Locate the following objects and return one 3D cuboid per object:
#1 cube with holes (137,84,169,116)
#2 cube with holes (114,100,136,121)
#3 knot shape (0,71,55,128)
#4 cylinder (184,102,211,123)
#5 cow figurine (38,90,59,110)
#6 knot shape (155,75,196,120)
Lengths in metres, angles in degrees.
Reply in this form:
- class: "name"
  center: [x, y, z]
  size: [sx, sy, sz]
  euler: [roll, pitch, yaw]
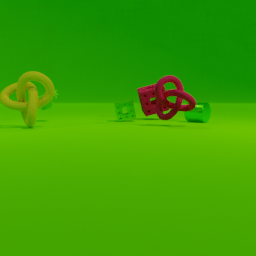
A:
- class: "cube with holes"
  center: [1.077, -1.256, 12.203]
  size: [1.052, 1.052, 1.052]
  euler: [-15, 19, -1]
- class: "cube with holes"
  center: [-0.137, -0.699, 11.212]
  size: [0.718, 0.718, 0.718]
  euler: [-11, 5, -5]
- class: "knot shape"
  center: [-2.951, -0.989, 8.448]
  size: [1.565, 1.672, 0.773]
  euler: [-43, -16, 12]
- class: "cylinder"
  center: [2.648, -0.597, 10.660]
  size: [0.752, 0.752, 0.752]
  euler: [5, 8, 41]
- class: "cow figurine"
  center: [-3.153, -1.142, 11.165]
  size: [0.937, 0.523, 0.953]
  euler: [-20, -22, -3]
- class: "knot shape"
  center: [1.366, -0.850, 9.035]
  size: [1.435, 1.343, 0.663]
  euler: [42, 32, 3]
